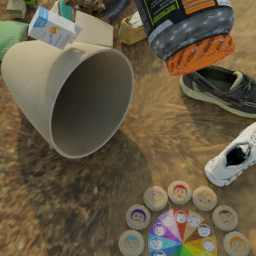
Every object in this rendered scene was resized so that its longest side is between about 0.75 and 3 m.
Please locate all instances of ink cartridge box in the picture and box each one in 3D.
[{"bbox_3d":[-1.329,-1.792,5.201,0.870,0.501,0.295,17,52,-34],"label":"ink cartridge box"}]

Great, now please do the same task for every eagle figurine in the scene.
[{"bbox_3d":[-0.952,-4.257,8.784,1.863,1.873,2.469,-16,36,25],"label":"eagle figurine"}]

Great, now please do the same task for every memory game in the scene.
[{"bbox_3d":[1.220,2.540,6.108,2.879,0.183,2.879,0,63,0],"label":"memory game"}]

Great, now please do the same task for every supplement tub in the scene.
[{"bbox_3d":[1.005,-2.554,5.551,1.689,1.689,2.757,-18,88,-9],"label":"supplement tub"}]

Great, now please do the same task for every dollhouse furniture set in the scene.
[{"bbox_3d":[-4.070,-3.559,8.411,1.922,1.472,2.934,2,64,1],"label":"dollhouse furniture set"}]

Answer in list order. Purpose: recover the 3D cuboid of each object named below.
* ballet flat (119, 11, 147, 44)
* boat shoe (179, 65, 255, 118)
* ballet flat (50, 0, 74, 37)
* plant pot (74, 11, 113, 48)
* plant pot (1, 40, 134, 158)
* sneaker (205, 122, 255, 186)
[{"bbox_3d":[0.900,-3.491,8.733,2.688,0.847,0.922,-35,69,-16],"label":"ballet flat"},{"bbox_3d":[2.808,-1.054,7.470,2.836,0.932,1.013,17,65,8],"label":"boat shoe"},{"bbox_3d":[-2.033,-2.796,8.537,0.784,0.848,2.515,-25,56,29],"label":"ballet flat"},{"bbox_3d":[-1.007,-2.425,8.077,1.075,1.215,1.213,4,63,-9],"label":"plant pot"},{"bbox_3d":[-1.726,-1.076,6.815,2.773,2.597,2.597,30,67,28],"label":"plant pot"},{"bbox_3d":[2.870,0.493,6.734,2.258,0.915,0.848,-38,68,-18],"label":"sneaker"}]
